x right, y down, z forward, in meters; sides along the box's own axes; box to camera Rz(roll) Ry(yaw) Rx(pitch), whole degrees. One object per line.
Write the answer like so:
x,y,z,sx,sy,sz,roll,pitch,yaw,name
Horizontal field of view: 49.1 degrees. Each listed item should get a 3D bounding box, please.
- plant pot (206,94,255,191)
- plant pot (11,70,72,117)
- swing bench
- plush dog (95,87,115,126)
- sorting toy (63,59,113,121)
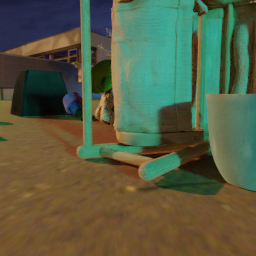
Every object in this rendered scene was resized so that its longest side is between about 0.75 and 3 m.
1.543,0.126,3.220,1.287,1.032,1.287,0,7,0,plant pot
-4.375,-1.727,13.948,2.447,2.176,2.453,-4,7,-33,plant pot
0.802,-0.938,4.503,2.852,2.837,1.850,-5,9,-38,swing bench
-0.222,-0.660,9.492,1.416,1.323,1.648,16,1,-19,plush dog
-0.258,-1.120,6.814,0.975,2.832,0.982,49,-4,27,sorting toy
